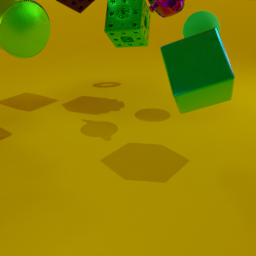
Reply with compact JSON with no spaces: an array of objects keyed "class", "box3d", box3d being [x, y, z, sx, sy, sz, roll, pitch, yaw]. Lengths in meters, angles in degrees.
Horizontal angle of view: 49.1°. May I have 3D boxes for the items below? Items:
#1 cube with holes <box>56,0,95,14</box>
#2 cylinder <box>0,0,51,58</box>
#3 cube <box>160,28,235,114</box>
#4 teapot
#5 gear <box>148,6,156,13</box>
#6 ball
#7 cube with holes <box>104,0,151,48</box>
[{"class":"cube with holes","box3d":[-1.657,-4.608,8.676,1.218,1.218,1.218,-31,-11,25]},{"class":"cylinder","box3d":[-2.813,-2.523,6.757,1.345,1.345,1.345,29,39,31]},{"class":"cube","box3d":[1.477,-1.150,5.978,1.182,1.182,1.182,-16,-19,13]},{"class":"teapot","box3d":[0.835,-3.213,6.932,0.813,1.032,1.660,-41,46,4]},{"class":"gear","box3d":[0.744,-4.822,10.631,1.080,1.080,0.200,4,60,8]},{"class":"ball","box3d":[2.127,-2.844,8.153,1.060,1.060,1.060,0,27,0]},{"class":"cube with holes","box3d":[0.019,-3.334,8.874,1.127,1.127,1.127,3,-9,16]}]
